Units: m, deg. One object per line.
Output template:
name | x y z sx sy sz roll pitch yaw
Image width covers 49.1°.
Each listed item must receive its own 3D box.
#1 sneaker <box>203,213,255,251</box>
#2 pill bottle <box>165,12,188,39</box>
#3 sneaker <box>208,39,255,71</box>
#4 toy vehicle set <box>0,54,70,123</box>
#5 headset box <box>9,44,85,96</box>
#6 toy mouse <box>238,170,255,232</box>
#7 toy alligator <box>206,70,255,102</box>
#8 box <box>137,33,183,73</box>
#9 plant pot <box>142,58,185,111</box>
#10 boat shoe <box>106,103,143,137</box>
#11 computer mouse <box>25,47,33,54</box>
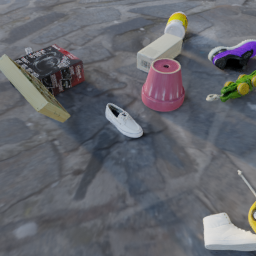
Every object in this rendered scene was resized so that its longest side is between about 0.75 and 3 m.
sneaker | 2.537 2.408 6.635 1.477 0.544 0.854 2 47 3
pill bottle | 2.482 -5.156 14.114 0.999 0.999 1.829 11 46 11
sneaker | 4.852 -2.993 12.077 2.512 0.873 1.249 -16 51 -10
toy vehicle set | -2.633 -1.011 8.237 0.359 2.707 1.682 -42 87 -3
headset box | -3.152 -2.253 11.104 2.624 1.013 1.953 -33 53 -31
toy mouse | 4.001 2.462 6.436 2.665 0.580 2.998 7 48 -20
toy alligator | 4.045 -1.401 10.558 2.645 0.636 0.877 -27 23 -14
box | 1.416 -3.316 12.364 0.952 0.792 2.318 29 51 27
plant pot | 1.310 -1.644 10.177 1.612 1.443 1.612 0 44 0
boat shoe | -0.178 -0.277 9.403 1.658 0.542 0.610 32 53 29
computer mouse | -4.547 -3.480 12.997 0.431 0.172 0.785 -20 53 -13
